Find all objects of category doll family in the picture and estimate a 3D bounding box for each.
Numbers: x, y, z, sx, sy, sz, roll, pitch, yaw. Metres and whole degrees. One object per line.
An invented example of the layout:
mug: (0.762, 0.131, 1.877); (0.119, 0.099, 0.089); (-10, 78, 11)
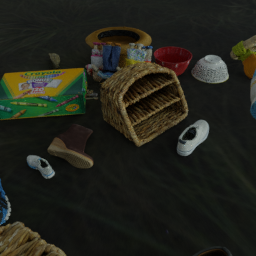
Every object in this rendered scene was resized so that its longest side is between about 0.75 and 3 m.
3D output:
doll family: (-0.323, -2.213, 10.287); (2.793, 1.733, 1.258); (6, 11, 6)

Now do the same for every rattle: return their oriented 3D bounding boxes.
rattle: (5.468, -3.000, 11.966); (1.702, 1.551, 2.382); (52, 23, 16)

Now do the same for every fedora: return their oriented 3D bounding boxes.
fedora: (-0.396, -3.388, 11.981); (2.943, 1.200, 2.943); (-1, 37, 1)

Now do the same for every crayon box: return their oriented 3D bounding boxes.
crayon box: (-2.881, -1.198, 9.545); (2.877, 0.838, 1.709); (-5, 40, -2)

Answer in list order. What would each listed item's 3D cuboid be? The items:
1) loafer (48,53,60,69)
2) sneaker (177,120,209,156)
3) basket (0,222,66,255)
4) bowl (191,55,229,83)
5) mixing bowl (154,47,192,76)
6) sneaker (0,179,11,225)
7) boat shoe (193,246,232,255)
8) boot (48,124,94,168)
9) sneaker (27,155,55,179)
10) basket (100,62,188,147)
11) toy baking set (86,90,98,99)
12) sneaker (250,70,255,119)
loafer: (-3.118, -2.930, 12.005); (0.415, 0.468, 1.232); (-19, 43, -14)
sneaker: (1.967, 0.160, 8.198); (0.590, 0.572, 1.615); (22, 45, 24)
basket: (-1.960, 3.070, 3.882); (1.971, 2.057, 2.762); (14, 42, 35)
bowl: (3.357, -2.476, 11.278); (1.493, 0.701, 1.493); (0, 41, 0)
mixing bowl: (1.783, -2.603, 11.334); (1.508, 0.817, 1.508); (0, 39, 0)
sneaker: (-3.437, 1.549, 6.524); (0.941, 0.814, 2.171); (-31, 44, -14)
boat shoe: (0.842, 2.813, 4.865); (2.353, 0.796, 0.845); (-20, 45, -20)
boot: (-1.354, 0.425, 7.891); (1.531, 0.554, 1.274); (17, 44, 24)
sneaker: (-2.334, 0.911, 7.418); (0.998, 0.432, 0.374); (25, 47, 29)
basket: (0.585, -0.926, 8.615); (2.399, 1.712, 1.787); (-28, 46, -29)
toy baking set: (-1.469, -1.229, 10.247); (0.612, 0.093, 0.797); (-24, 45, -26)
sneaker: (3.778, -0.421, 5.641); (2.906, 1.112, 1.174); (23, 59, -17)
